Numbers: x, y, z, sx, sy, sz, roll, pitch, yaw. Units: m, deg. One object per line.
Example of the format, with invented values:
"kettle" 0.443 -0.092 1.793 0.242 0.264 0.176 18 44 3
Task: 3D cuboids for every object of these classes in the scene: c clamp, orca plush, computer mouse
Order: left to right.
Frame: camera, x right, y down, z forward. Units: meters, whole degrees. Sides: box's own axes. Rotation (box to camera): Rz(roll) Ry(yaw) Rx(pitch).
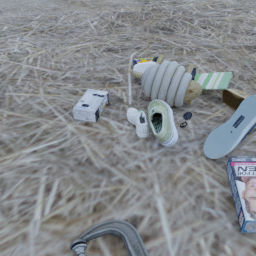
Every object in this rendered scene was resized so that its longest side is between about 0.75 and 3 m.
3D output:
"c clamp" -0.511 3.147 5.855 2.312 0.367 2.706 -9 38 -12
"orca plush" 1.684 -2.487 12.873 2.819 1.483 1.002 -4 0 16
"computer mouse" 2.216 -0.355 10.707 0.309 0.179 1.053 16 40 19

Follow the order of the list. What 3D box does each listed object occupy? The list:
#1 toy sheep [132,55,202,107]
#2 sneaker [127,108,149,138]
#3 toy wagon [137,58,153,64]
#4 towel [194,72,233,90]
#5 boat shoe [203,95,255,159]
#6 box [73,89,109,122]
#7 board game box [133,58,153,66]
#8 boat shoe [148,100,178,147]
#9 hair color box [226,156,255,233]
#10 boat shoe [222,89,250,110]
"toy sheep" 1.552 -1.835 11.283 2.888 1.991 1.991 17 40 16
"sneaker" 0.406 -0.398 10.287 0.615 0.723 1.635 -11 40 -16
"toy wagon" 1.158 -3.007 13.892 1.409 0.279 1.093 2 56 -1
"towel" 3.384 -2.048 12.478 2.204 0.258 1.681 3 34 30
"boat shoe" 3.527 0.119 8.936 1.099 2.422 0.857 19 26 -48
"box" -1.451 -0.932 11.216 0.946 0.488 1.622 10 37 13
"board game box" 0.871 -3.309 14.549 1.140 0.323 0.943 -5 35 -7
"boat shoe" 1.095 -0.364 9.561 0.849 0.732 2.359 -37 35 16
"hair color box" 3.337 1.679 7.408 1.033 0.625 2.065 -1 42 7
"boat shoe" 4.663 -0.942 10.926 0.778 0.859 2.411 -11 37 -13
